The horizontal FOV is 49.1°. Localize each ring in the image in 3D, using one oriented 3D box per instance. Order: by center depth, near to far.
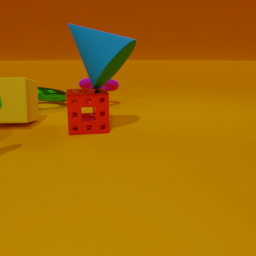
[{"bbox_3d":[-3.124,-1.200,9.979,1.976,0.395,1.976,5,2,0],"label":"ring"},{"bbox_3d":[-1.062,-1.582,10.307,1.471,0.294,1.471,1,-2,0],"label":"ring"}]

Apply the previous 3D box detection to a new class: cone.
[{"bbox_3d":[-0.881,-2.022,6.800,1.553,1.547,1.547,42,20,1],"label":"cone"}]

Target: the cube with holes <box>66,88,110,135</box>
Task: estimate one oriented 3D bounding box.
[{"bbox_3d":[-1.007,-0.437,6.937,0.964,0.964,0.964,-3,15,-11],"label":"cube with holes"}]

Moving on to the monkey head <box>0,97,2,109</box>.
[{"bbox_3d":[-3.023,-0.304,4.744,1.192,1.978,1.423,21,46,23],"label":"monkey head"}]

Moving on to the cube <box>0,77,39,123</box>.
[{"bbox_3d":[-3.072,-0.719,7.373,1.118,1.118,1.118,-1,5,-3],"label":"cube"}]
